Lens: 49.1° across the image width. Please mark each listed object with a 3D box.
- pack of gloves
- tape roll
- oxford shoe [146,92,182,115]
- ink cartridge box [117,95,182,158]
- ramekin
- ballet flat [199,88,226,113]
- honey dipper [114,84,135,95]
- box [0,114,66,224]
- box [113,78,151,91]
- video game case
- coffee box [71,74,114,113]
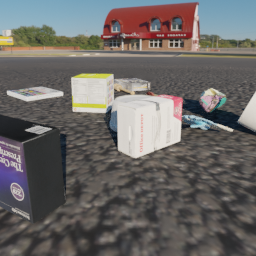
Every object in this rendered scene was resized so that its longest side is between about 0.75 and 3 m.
[{"bbox_3d":[1.997,-0.068,8.128,1.548,0.305,1.300,17,-5,-27],"label":"pack of gloves"},{"bbox_3d":[3.835,-0.492,7.996,0.864,1.259,1.259,31,28,18],"label":"tape roll"},{"bbox_3d":[1.195,-0.763,10.342,0.830,0.782,2.220,9,20,-21],"label":"oxford shoe"},{"bbox_3d":[0.571,-0.098,7.152,1.701,1.231,0.717,-16,24,-40],"label":"ink cartridge box"},{"bbox_3d":[0.293,-0.482,8.906,1.758,0.923,1.758,0,18,0],"label":"ramekin"},{"bbox_3d":[3.156,-1.092,10.551,0.801,0.778,2.250,49,28,11],"label":"ballet flat"},{"bbox_3d":[-0.214,-2.004,14.791,0.361,0.361,1.899,-10,23,-28],"label":"honey dipper"},{"bbox_3d":[-2.048,0.577,4.794,1.946,1.373,0.767,11,24,32],"label":"box"},{"bbox_3d":[0.176,-2.490,16.010,1.524,0.465,1.924,-9,20,-27],"label":"box"},{"bbox_3d":[-4.640,-1.721,13.982,2.126,0.244,1.937,18,25,42],"label":"video game case"},{"bbox_3d":[-1.361,-1.426,11.161,1.368,1.352,1.366,3,18,8],"label":"coffee box"}]
